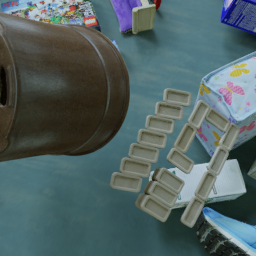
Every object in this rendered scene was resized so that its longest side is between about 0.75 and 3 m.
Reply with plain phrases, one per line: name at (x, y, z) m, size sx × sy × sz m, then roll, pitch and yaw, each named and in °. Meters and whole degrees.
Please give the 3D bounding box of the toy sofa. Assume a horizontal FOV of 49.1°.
toy sofa at (0.023, -4.188, 9.026) m, size 1.102 × 0.935 × 2.258 m, roll -14°, pitch 65°, yaw -8°

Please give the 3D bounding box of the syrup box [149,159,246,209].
syrup box at (1.521, 1.330, 6.450) m, size 2.002 × 0.788 × 0.815 m, roll -7°, pitch 65°, yaw -3°

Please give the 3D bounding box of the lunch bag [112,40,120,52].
lunch bag at (-0.685, -2.094, 8.348) m, size 0.933 × 0.439 × 0.703 m, roll -19°, pitch 68°, yaw 1°

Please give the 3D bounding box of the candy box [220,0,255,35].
candy box at (4.596, -3.993, 8.527) m, size 2.982 × 1.149 × 2.522 m, roll 18°, pitch 68°, yaw -3°

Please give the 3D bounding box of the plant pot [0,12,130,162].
plant pot at (-1.671, -0.602, 4.582) m, size 2.685 × 2.658 × 2.685 m, roll 3°, pitch 98°, yaw 21°

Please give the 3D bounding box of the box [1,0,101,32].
box at (-2.432, -3.411, 8.876) m, size 2.783 × 0.525 × 1.901 m, roll -17°, pitch 66°, yaw -8°

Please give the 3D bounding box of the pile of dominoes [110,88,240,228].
pile of dominoes at (0.869, 0.499, 5.123) m, size 1.788 × 0.365 × 2.294 m, roll 35°, pitch 76°, yaw -15°

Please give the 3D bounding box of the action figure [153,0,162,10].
action figure at (0.654, -5.430, 9.371) m, size 0.863 × 1.309 × 2.644 m, roll -3°, pitch 66°, yaw -6°

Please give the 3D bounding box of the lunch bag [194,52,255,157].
lunch bag at (2.912, -0.611, 6.658) m, size 2.464 × 2.089 × 1.566 m, roll -28°, pitch 65°, yaw -13°

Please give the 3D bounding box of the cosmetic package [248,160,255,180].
cosmetic package at (3.997, 1.174, 6.402) m, size 2.018 × 1.043 × 0.880 m, roll 34°, pitch 69°, yaw 14°

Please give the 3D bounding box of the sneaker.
sneaker at (2.696, 2.434, 5.976) m, size 2.700 × 1.058 × 1.214 m, roll 29°, pitch 52°, yaw 7°
